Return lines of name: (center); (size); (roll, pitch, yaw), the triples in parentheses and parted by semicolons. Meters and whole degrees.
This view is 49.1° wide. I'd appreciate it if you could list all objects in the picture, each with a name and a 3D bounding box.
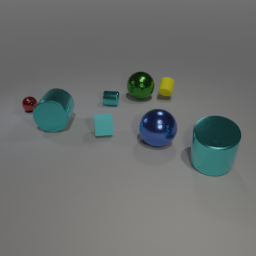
cylinder: (1.921, -2.058, 13.992); (0.700, 0.700, 0.700); (9, 68, 16)
cylinder: (2.728, 0.567, 8.873); (1.400, 1.400, 1.400); (-4, 47, 4)
cylinder: (-3.036, -0.755, 11.591); (1.400, 1.400, 1.400); (1, 29, 1)
cube: (-0.971, -0.130, 11.066); (0.700, 0.700, 0.700); (-4, 17, -7)
ball: (1.104, -0.008, 10.281); (1.400, 1.400, 1.400); (0, 29, 0)
ball: (0.635, -2.127, 14.041); (1.400, 1.400, 1.400); (0, 29, 0)
ball: (-4.538, -1.113, 12.958); (0.700, 0.700, 0.700); (0, 29, 0)
cylinder: (-0.815, -1.442, 13.552); (0.700, 0.700, 0.700); (4, 29, 8)
